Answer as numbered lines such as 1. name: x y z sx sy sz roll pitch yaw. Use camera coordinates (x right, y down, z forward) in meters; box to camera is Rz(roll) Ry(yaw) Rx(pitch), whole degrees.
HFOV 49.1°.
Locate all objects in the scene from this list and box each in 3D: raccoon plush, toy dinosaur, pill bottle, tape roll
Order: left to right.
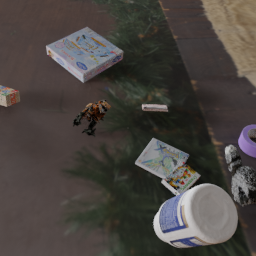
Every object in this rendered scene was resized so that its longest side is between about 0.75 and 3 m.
1. toy dinosaur: -1.048 -0.357 8.215 0.794 1.555 1.056 31 67 -7
2. pill bottle: 1.185 1.786 5.477 0.998 1.798 0.998 8 62 -16
3. tape roll: 3.658 0.367 7.933 0.934 0.397 0.934 0 45 0
4. raccoon plush: 3.131 1.145 6.639 1.155 0.834 1.723 -2 71 -7

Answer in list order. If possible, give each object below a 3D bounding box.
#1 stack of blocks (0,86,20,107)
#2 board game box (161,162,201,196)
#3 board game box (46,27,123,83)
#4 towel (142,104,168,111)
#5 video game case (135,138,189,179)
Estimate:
1. stack of blocks: -4.254 -1.061 9.050 1.289 0.377 0.742 17 31 22
2. board game box: 1.345 1.286 7.065 0.573 0.157 0.908 39 49 23
3. board game box: -1.656 -2.922 10.900 2.118 0.436 2.113 39 57 21
4. towel: 0.850 -0.648 8.883 0.799 0.129 0.763 3 12 2
5. video game case: 0.944 0.857 7.658 1.144 0.126 1.043 26 51 19
